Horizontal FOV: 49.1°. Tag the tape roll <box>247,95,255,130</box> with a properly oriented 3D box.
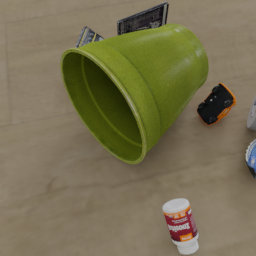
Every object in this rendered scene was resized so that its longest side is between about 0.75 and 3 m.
[{"bbox_3d":[3.399,-0.497,7.071,0.383,1.158,1.158,17,61,13],"label":"tape roll"}]

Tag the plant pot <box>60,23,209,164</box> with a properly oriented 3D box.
[{"bbox_3d":[0.371,-1.117,6.712,2.761,2.868,2.868,-36,66,-24],"label":"plant pot"}]

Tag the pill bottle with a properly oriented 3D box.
[{"bbox_3d":[1.130,2.056,5.864,0.577,0.577,1.022,-19,94,-11],"label":"pill bottle"}]

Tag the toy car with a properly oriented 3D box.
[{"bbox_3d":[2.868,-0.255,7.006,0.765,1.127,2.298,-3,32,-40],"label":"toy car"}]

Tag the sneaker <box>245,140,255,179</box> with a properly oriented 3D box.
[{"bbox_3d":[3.725,0.460,6.581,2.232,0.995,0.877,-29,91,-18],"label":"sneaker"}]

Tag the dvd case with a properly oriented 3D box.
[{"bbox_3d":[0.451,-3.033,8.630,1.730,1.287,0.138,-26,62,-14],"label":"dvd case"}]

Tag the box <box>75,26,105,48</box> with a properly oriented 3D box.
[{"bbox_3d":[-1.089,-2.239,8.328,0.988,0.301,1.226,27,69,-31],"label":"box"}]
